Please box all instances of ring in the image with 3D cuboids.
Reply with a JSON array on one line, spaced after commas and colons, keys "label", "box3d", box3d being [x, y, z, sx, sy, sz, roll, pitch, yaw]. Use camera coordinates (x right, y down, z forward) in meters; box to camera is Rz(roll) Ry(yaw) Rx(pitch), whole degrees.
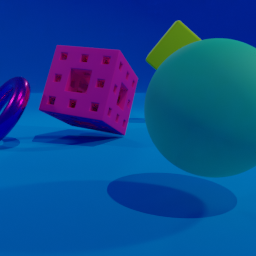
[{"label": "ring", "box3d": [-2.177, -0.301, 4.840, 1.366, 1.366, 0.273, 9, -22, 49]}]

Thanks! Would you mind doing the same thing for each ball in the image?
[{"label": "ball", "box3d": [0.685, -0.154, 2.289, 1.104, 1.104, 1.104, 0, 8, 0]}]

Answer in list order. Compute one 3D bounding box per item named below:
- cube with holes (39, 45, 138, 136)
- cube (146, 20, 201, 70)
[{"label": "cube with holes", "box3d": [-0.679, -0.677, 5.375, 1.246, 1.246, 1.246, 10, -10, 18]}, {"label": "cube", "box3d": [1.436, -2.063, 7.896, 1.316, 1.316, 1.316, 39, 20, -7]}]
